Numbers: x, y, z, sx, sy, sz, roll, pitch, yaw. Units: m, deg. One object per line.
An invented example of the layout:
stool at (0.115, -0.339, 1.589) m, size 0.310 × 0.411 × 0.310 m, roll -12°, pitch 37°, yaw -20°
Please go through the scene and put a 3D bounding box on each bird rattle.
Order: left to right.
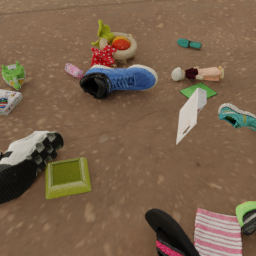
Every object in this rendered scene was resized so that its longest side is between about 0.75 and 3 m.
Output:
bird rattle at (-0.643, -3.724, 12.595) m, size 2.149 × 1.485 × 2.636 m, roll -3°, pitch 44°, yaw -8°

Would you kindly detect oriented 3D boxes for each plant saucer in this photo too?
plant saucer at (-1.715, 1.307, 7.849) m, size 1.228 × 0.294 × 1.226 m, roll -9°, pitch 43°, yaw -9°

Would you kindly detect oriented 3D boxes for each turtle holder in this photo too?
turtle holder at (-4.448, -2.036, 11.148) m, size 1.163 × 0.826 × 0.884 m, roll 27°, pitch 48°, yaw 26°

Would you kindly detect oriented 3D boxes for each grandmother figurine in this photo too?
grandmother figurine at (2.845, -2.222, 11.578) m, size 2.070 × 0.627 × 1.256 m, roll -2°, pitch 20°, yaw 3°

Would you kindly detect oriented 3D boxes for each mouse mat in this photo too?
mouse mat at (2.774, -1.403, 11.039) m, size 1.215 × 0.046 × 0.978 m, roll -23°, pitch 47°, yaw -22°

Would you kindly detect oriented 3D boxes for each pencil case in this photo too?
pencil case at (-2.285, -2.426, 11.892) m, size 0.943 × 0.412 × 0.412 m, roll 34°, pitch 52°, yaw 30°

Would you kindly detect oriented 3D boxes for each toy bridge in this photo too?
toy bridge at (-0.271, -3.098, 12.785) m, size 0.504 × 0.204 × 1.499 m, roll 28°, pitch 49°, yaw 29°

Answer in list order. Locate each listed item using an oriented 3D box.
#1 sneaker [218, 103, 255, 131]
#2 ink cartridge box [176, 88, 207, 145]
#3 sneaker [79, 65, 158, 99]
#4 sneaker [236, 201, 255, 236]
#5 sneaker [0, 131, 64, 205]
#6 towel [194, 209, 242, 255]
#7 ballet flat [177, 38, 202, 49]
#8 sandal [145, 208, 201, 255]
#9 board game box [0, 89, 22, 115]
sneaker at (2.912, -0.175, 7.340) m, size 1.247 × 0.483 × 0.497 m, roll 22°, pitch 59°, yaw -4°
ink cartridge box at (1.651, -0.266, 7.265) m, size 0.317 × 1.019 × 1.266 m, roll 20°, pitch 50°, yaw -10°
sneaker at (-0.421, -1.669, 10.495) m, size 2.865 × 1.100 × 1.594 m, roll 10°, pitch 37°, yaw 17°
sneaker at (3.641, 2.268, 6.576) m, size 2.198 × 0.844 × 0.921 m, roll 4°, pitch 67°, yaw 2°
sneaker at (-3.102, 1.012, 7.815) m, size 1.193 × 0.999 × 2.696 m, roll 11°, pitch 39°, yaw 32°
towel at (2.079, 2.612, 6.466) m, size 1.086 × 0.222 × 1.484 m, roll 9°, pitch 43°, yaw 11°
ballet flat at (3.056, -4.151, 13.881) m, size 1.275 × 0.430 × 0.406 m, roll 18°, pitch 18°, yaw 17°
sandal at (1.105, 2.776, 5.727) m, size 0.616 × 1.026 × 2.732 m, roll -25°, pitch 50°, yaw -22°
board game box at (-5.006, -1.035, 10.427) m, size 1.734 × 0.300 × 1.094 m, roll 10°, pitch 43°, yaw 11°
